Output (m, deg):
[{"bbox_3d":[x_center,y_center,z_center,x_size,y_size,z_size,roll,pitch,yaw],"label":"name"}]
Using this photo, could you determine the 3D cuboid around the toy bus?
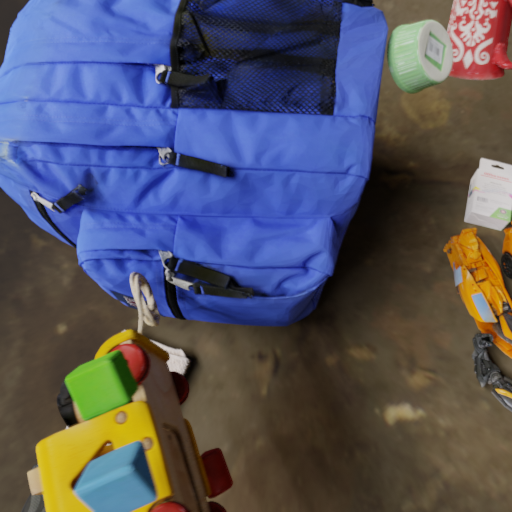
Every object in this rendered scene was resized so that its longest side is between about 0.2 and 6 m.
[{"bbox_3d":[-1.325,1.973,5.317,1.488,2.881,2.718,-22,109,1],"label":"toy bus"}]

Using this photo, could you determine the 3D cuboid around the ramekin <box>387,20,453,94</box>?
[{"bbox_3d":[2.031,-2.450,6.857,0.840,0.411,0.840,-1,92,-37],"label":"ramekin"}]

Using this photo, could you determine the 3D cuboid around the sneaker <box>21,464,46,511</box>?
[{"bbox_3d":[-2.773,3.670,7.613,0.777,0.712,1.855,-13,63,15],"label":"sneaker"}]

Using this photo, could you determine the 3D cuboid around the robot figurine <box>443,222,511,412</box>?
[{"bbox_3d":[4.212,0.913,8.634,2.204,0.885,3.040,-15,67,-5],"label":"robot figurine"}]

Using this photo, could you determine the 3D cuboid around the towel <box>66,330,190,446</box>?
[{"bbox_3d":[-1.918,2.171,8.372,1.311,0.341,1.978,18,67,9],"label":"towel"}]

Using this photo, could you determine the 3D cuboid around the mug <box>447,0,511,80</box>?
[{"bbox_3d":[3.286,-3.263,7.834,1.244,1.402,0.935,18,35,28],"label":"mug"}]

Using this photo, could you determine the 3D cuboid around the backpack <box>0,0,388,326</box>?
[{"bbox_3d":[-1.116,-1.339,7.886,5.079,4.127,4.262,9,70,3],"label":"backpack"}]

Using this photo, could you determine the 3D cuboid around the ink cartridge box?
[{"bbox_3d":[4.103,-1.083,9.800,0.676,0.389,1.155,16,67,7],"label":"ink cartridge box"}]
